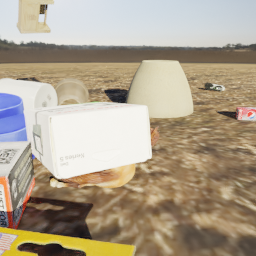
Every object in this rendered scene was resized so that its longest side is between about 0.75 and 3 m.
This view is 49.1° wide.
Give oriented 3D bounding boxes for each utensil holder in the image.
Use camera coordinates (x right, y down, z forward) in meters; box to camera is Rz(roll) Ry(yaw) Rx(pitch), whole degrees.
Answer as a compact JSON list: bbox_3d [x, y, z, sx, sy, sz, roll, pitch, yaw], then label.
[{"bbox_3d":[-3.015,-0.778,8.231,1.462,1.243,1.243,9,18,19],"label":"utensil holder"}]

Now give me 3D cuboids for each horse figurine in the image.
[{"bbox_3d":[-0.344,0.526,4.837,1.547,0.583,2.334,-1,14,15],"label":"horse figurine"}]

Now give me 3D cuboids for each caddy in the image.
[{"bbox_3d":[-2.678,0.189,5.106,2.117,1.111,1.496,-12,42,-34],"label":"caddy"}]

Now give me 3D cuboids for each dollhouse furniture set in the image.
[{"bbox_3d":[-2.613,-3.440,6.562,1.351,1.928,1.359,-15,55,-33],"label":"dollhouse furniture set"}]

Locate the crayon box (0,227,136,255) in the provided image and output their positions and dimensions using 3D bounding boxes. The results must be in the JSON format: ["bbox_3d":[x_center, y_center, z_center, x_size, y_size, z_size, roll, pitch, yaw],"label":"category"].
[{"bbox_3d":[-0.797,1.482,1.478,1.381,0.566,2.196,3,17,11],"label":"crayon box"}]

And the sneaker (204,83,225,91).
[{"bbox_3d":[4.486,-2.076,14.428,1.031,0.389,0.593,23,18,37],"label":"sneaker"}]

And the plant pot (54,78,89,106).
[{"bbox_3d":[-1.836,-0.866,9.013,1.171,1.171,1.016,-3,33,-10],"label":"plant pot"}]

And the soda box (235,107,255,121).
[{"bbox_3d":[3.884,-0.427,8.556,1.071,0.340,0.375,3,16,9],"label":"soda box"}]

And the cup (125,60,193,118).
[{"bbox_3d":[1.081,-1.431,9.604,2.378,1.701,2.378,1,16,0],"label":"cup"}]

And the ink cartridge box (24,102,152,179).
[{"bbox_3d":[-0.696,0.052,4.208,1.338,0.773,1.840,-9,10,-28],"label":"ink cartridge box"}]

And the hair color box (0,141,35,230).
[{"bbox_3d":[-2.658,0.763,3.566,2.589,0.793,1.314,-3,16,-6],"label":"hair color box"}]
